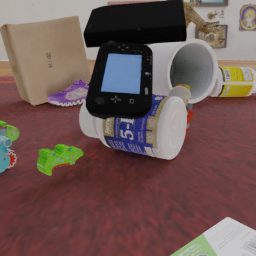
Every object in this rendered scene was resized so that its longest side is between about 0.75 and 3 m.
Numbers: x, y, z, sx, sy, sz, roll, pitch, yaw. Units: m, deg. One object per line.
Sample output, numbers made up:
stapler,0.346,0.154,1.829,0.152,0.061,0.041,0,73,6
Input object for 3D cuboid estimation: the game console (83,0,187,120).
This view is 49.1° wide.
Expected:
game console,0.081,-1.143,4.116,1.621,0.331,2.749,-2,47,8

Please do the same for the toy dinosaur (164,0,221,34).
toy dinosaur,1.249,-3.249,7.379,0.762,1.324,2.618,-30,49,-17

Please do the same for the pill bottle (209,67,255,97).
pill bottle,4.438,-1.898,11.566,2.168,1.219,1.219,-1,16,-10

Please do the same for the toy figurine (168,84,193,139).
toy figurine,0.707,-0.542,6.916,1.799,1.251,1.771,4,17,14

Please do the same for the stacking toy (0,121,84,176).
stacking toy,-2.533,0.587,4.308,2.227,0.694,2.954,16,20,38

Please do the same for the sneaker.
sneaker,-1.919,-1.302,10.137,2.022,0.894,0.813,-11,21,-29

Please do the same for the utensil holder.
utensil holder,1.749,-2.267,11.124,2.294,2.294,2.700,-8,16,-26

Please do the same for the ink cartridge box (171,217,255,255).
ink cartridge box,1.110,1.315,1.935,0.888,0.510,1.515,-13,21,-38

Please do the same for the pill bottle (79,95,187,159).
pill bottle,0.059,-0.117,5.601,1.967,1.178,1.178,8,18,30

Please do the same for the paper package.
paper package,-2.963,-2.573,10.503,2.678,2.810,1.454,-21,24,-29
